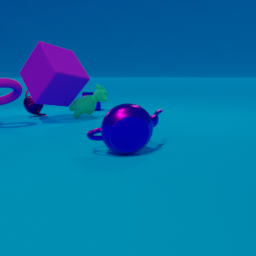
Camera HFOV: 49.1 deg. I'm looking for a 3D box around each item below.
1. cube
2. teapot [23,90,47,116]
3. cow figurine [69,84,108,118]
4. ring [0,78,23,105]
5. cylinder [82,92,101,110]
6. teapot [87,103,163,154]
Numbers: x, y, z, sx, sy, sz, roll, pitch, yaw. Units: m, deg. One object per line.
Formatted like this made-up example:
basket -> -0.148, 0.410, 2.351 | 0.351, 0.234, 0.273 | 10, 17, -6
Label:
cube -> -2.213, -1.568, 8.458 | 1.293, 1.293, 1.293 | 1, 50, -53
teapot -> -3.197, -0.798, 9.650 | 0.550, 1.123, 0.698 | -30, 3, 19
cow figurine -> -1.264, -0.889, 9.248 | 1.209, 0.664, 1.190 | -22, -14, -40
ring -> -3.474, -0.948, 7.530 | 1.227, 0.245, 1.227 | -20, -15, -6
cylinder -> -1.458, -1.076, 11.259 | 0.734, 0.734, 0.734 | 0, 11, -2
teapot -> 0.000, -0.046, 5.192 | 1.558, 0.969, 0.763 | -16, 27, -9
